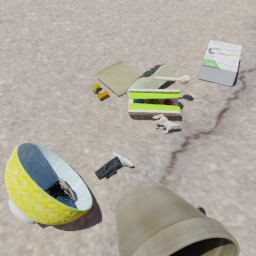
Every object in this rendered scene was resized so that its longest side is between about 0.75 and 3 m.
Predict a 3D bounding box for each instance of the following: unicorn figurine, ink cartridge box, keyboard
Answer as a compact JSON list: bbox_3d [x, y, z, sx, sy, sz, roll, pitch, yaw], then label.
[{"bbox_3d":[1.521,-0.138,10.942,0.776,1.129,0.417,-32,38,33],"label":"unicorn figurine"},{"bbox_3d":[4.434,-3.152,13.429,1.582,0.918,2.185,16,51,13],"label":"ink cartridge box"},{"bbox_3d":[-0.676,1.410,9.820,1.000,0.198,0.521,-37,56,-8],"label":"keyboard"}]

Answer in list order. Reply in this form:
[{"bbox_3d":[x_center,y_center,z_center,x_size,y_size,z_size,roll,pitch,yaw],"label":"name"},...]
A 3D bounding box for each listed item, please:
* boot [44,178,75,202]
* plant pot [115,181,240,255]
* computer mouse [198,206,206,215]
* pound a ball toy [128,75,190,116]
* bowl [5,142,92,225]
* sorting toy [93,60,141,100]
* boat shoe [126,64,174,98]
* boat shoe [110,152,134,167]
[{"bbox_3d":[-2.186,2.127,8.956,0.717,0.348,0.952,-31,61,-26],"label":"boot"},{"bbox_3d":[0.850,2.863,7.312,2.936,2.936,2.548,-18,35,-15],"label":"plant pot"},{"bbox_3d":[2.001,2.986,8.602,1.198,0.276,0.841,-15,52,-22],"label":"computer mouse"},{"bbox_3d":[1.258,-1.331,11.611,2.472,1.050,1.612,1,84,1],"label":"pound a ball toy"},{"bbox_3d":[-2.587,1.919,8.321,1.514,2.814,2.814,-47,58,5],"label":"bowl"},{"bbox_3d":[-0.665,-2.157,13.020,2.421,0.324,1.804,-32,61,-25],"label":"sorting toy"},{"bbox_3d":[0.911,-2.051,12.626,2.505,0.916,0.785,-37,22,-16],"label":"boat shoe"},{"bbox_3d":[-0.222,1.212,10.119,0.942,0.339,0.292,26,73,29],"label":"boat shoe"}]
